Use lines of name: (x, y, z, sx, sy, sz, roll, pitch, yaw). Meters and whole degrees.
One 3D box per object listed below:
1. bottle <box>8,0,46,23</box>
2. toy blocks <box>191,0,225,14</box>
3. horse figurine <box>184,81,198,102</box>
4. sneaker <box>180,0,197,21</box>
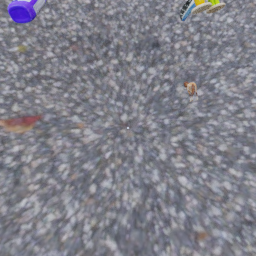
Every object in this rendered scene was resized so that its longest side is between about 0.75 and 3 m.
bottle: (-2.778, -3.714, 8.096, 0.747, 0.584, 1.789, -1, 49, 14)
toy blocks: (1.556, -3.108, 5.978, 1.004, 0.437, 1.205, -21, 94, -40)
horse figurine: (1.584, -0.941, 7.004, 0.202, 0.810, 0.537, -9, 92, 2)
sneaker: (1.911, -3.438, 7.894, 0.486, 1.080, 0.423, 31, 29, -24)
